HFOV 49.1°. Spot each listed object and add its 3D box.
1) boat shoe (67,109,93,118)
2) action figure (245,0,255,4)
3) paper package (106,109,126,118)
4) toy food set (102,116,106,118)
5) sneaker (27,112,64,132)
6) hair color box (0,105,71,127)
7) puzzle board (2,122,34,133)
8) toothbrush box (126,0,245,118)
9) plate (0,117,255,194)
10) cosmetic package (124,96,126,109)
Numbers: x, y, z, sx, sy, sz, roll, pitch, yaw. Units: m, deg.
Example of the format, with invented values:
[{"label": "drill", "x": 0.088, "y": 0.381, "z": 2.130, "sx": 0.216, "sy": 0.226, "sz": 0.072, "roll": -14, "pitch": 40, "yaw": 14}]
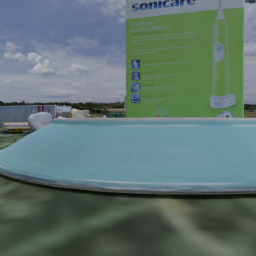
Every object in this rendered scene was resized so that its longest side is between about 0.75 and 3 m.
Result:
[{"label": "boat shoe", "x": -0.837, "y": -0.070, "z": 4.955, "sx": 0.447, "sy": 0.496, "sz": 1.375, "roll": 13, "pitch": -1, "yaw": -8}, {"label": "action figure", "x": 2.313, "y": -3.392, "z": 7.312, "sx": 1.551, "sy": 2.083, "sz": 1.396, "roll": -18, "pitch": 1, "yaw": -30}, {"label": "paper package", "x": -0.100, "y": -0.499, "z": 13.048, "sx": 1.532, "sy": 0.793, "sz": 1.460, "roll": 1, "pitch": 2, "yaw": 18}, {"label": "toy food set", "x": -1.513, "y": -0.399, "z": 14.596, "sx": 1.626, "sy": 0.491, "sz": 1.167, "roll": 1, "pitch": 2, "yaw": 20}, {"label": "sneaker", "x": -1.679, "y": -0.061, "z": 5.416, "sx": 0.630, "sy": 0.418, "sz": 1.108, "roll": 0, "pitch": -4, "yaw": 22}, {"label": "hair color box", "x": -3.698, "y": -0.444, "z": 10.869, "sx": 2.685, "sy": 0.814, "sz": 1.329, "roll": 0, "pitch": 2, "yaw": 15}, {"label": "puzzle board", "x": -1.708, "y": -0.021, "z": 7.089, "sx": 2.635, "sy": 0.229, "sz": 1.986, "roll": -1, "pitch": 3, "yaw": -26}, {"label": "toothbrush box", "x": 0.798, "y": -0.866, "z": 3.967, "sx": 1.514, "sy": 2.080, "sz": 0.895, "roll": 0, "pitch": 2, "yaw": 16}, {"label": "plate", "x": 0.281, "y": 0.067, "z": 2.322, "sx": 2.577, "sy": 0.329, "sz": 2.577, "roll": 0, "pitch": 3, "yaw": 0}, {"label": "cosmetic package", "x": 0.639, "y": -1.107, "z": 16.875, "sx": 1.081, "sy": 1.752, "sz": 1.758, "roll": -2, "pitch": 3, "yaw": -33}]
